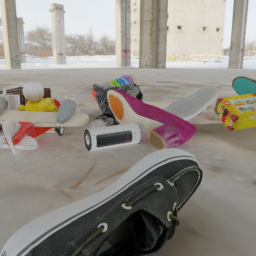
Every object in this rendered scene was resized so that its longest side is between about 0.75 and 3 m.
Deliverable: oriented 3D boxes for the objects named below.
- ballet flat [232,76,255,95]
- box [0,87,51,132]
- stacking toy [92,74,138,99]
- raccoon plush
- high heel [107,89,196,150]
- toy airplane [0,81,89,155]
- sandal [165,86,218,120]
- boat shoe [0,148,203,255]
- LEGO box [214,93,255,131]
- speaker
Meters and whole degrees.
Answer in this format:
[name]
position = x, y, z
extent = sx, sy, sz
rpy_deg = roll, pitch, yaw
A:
[ballet flat]
position = 4.436, -1.094, 9.320
extent = 2.179, 0.739, 0.820
rpy_deg = 33, 39, 4
[box]
position = -3.286, -0.606, 8.834
extent = 1.214, 1.201, 1.463
rpy_deg = 4, 15, 14
[stacking toy]
position = -0.779, -2.070, 14.945
extent = 1.198, 1.198, 2.807
rpy_deg = 14, 27, 42
[raccoon plush]
position = -0.840, -0.796, 9.085
extent = 1.949, 1.407, 2.909
rpy_deg = 10, 18, 31
[high heel]
position = 0.566, -0.418, 7.685
extent = 1.278, 0.897, 2.664
rpy_deg = -21, 42, -34
[toy airplane]
position = -2.444, -0.346, 7.062
extent = 2.304, 1.626, 2.294
rpy_deg = -9, 18, -32
[sandal]
position = 2.311, -0.720, 9.949
extent = 2.351, 0.578, 0.957
rpy_deg = -28, 48, -18
[boat shoe]
position = 0.087, 1.081, 3.215
extent = 2.898, 0.994, 0.820
rpy_deg = -21, 32, -39
[LEGO box]
position = 3.447, -0.504, 8.401
extent = 1.328, 0.513, 0.989
rpy_deg = -9, 43, -11
[speaker]
position = -0.378, 0.210, 7.055
extent = 1.363, 0.554, 0.554
rpy_deg = -7, 16, -27
